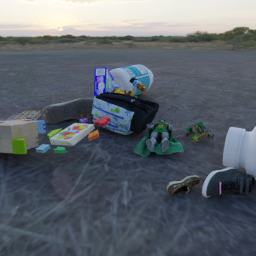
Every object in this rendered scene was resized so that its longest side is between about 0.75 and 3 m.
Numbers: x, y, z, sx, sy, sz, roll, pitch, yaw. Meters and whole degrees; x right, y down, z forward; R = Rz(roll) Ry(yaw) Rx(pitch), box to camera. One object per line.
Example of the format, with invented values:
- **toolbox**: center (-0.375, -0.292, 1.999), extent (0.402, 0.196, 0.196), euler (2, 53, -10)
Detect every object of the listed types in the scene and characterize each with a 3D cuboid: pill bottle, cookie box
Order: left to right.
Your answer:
- **cookie box**: center (-1.026, -1.786, 12.385), extent (0.579, 1.317, 1.540), euler (-1, -9, 9)
- **pill bottle**: center (0.214, -2.556, 15.274), extent (1.631, 1.631, 2.945), euler (14, 24, 34)
- **pill bottle**: center (3.643, 0.663, 6.646), extent (2.494, 1.385, 1.385), euler (10, 22, 27)

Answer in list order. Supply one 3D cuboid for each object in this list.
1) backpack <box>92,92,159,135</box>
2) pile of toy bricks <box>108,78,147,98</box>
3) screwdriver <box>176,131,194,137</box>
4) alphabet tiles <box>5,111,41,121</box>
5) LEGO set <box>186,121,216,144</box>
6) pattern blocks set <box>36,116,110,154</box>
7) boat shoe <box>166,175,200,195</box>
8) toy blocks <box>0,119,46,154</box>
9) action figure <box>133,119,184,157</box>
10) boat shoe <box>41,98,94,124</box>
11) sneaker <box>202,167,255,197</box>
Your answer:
- **backpack**: center (-0.273, -0.576, 10.156), extent (2.211, 1.700, 1.804), euler (29, 30, 14)
- **pile of toy bricks**: center (0.162, -1.154, 12.151), extent (1.377, 1.547, 2.789), euler (41, 24, 14)
- **screwdriver**: center (1.944, 0.253, 9.739), extent (0.897, 0.130, 0.125), euler (-17, 12, -26)
- **alphabet tiles**: center (-4.317, -0.517, 11.927), extent (1.210, 0.055, 1.447), euler (0, 19, 2)
- **LEGO set**: center (2.411, 0.247, 9.353), extent (0.755, 0.569, 0.981), euler (-32, 19, -1)
- **pattern blocks set**: center (-1.584, 0.154, 8.092), extent (1.797, 0.166, 2.045), euler (-4, 25, 23)
- **boat shoe**: center (1.314, 1.351, 6.418), extent (0.875, 0.323, 0.324), euler (-14, 36, -18)
- **toy blocks**: center (-3.685, 0.172, 8.410), extent (2.926, 1.462, 2.000), euler (0, 6, 19)
- **action figure**: center (1.050, 0.185, 9.161), extent (1.440, 0.667, 2.439), euler (3, 18, 8)
- **boat shoe**: center (-2.338, -0.815, 11.500), extent (2.478, 0.923, 0.909), euler (-8, 21, -24)
- **sneaker**: center (2.306, 1.260, 6.258), extent (1.461, 0.517, 0.725), euler (-11, 17, -39)
